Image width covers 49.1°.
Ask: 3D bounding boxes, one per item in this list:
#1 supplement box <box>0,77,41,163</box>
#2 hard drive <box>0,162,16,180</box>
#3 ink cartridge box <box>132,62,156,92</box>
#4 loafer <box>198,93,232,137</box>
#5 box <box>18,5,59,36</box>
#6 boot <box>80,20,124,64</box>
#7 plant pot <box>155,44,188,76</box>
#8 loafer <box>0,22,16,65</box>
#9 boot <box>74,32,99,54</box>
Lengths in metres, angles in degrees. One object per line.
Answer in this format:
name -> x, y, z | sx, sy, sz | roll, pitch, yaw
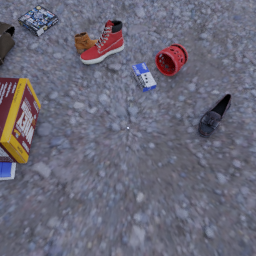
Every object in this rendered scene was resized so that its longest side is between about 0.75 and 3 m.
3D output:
supplement box -> -3.839, -0.236, 7.868 | 2.074, 1.377, 2.046 | 3, 60, 1
hard drive -> -4.741, 0.724, 8.335 | 2.763, 0.350, 1.823 | -4, 61, -2
ink cartridge box -> 0.549, -1.794, 9.830 | 0.503, 0.236, 1.070 | -18, 62, -11
loafer -> 2.784, -0.465, 8.906 | 0.608, 0.532, 1.691 | 33, 66, 17
box -> -3.596, -4.339, 11.245 | 1.167, 0.290, 1.159 | 35, 66, 18
boot -> -0.965, -3.111, 9.939 | 1.808, 1.304, 0.655 | -31, 62, -16
plant pot -> 1.549, -2.419, 9.817 | 0.936, 0.936, 0.852 | 36, 58, 19
loafer -> -4.592, -3.175, 10.292 | 0.770, 0.788, 2.158 | -6, 60, -3
boot -> -1.466, -3.216, 10.302 | 1.053, 0.815, 0.388 | -29, 65, -16
